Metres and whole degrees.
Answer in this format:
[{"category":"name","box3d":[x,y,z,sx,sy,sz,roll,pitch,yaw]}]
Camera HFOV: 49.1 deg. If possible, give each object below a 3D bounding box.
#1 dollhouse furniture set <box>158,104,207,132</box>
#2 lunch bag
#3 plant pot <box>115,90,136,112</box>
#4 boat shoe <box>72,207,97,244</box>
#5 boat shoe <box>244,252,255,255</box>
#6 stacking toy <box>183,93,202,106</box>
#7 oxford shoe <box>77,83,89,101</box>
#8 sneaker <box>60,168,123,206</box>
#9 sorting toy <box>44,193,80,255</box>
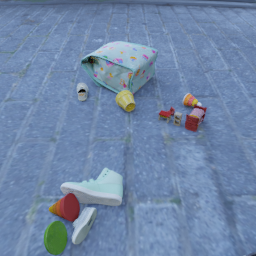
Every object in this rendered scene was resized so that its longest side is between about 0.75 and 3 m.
[{"category":"dollhouse furniture set","box3d":[2.162,-0.567,11.217,1.681,0.684,0.904,20,42,23]},{"category":"lunch bag","box3d":[-0.460,-3.073,13.502,2.973,1.813,2.533,24,45,19]},{"category":"plant pot","box3d":[-0.048,-1.090,11.856,0.766,0.766,0.721,-16,49,-19]},{"category":"boat shoe","box3d":[-1.247,2.598,7.531,0.405,0.397,1.138,4,34,24]},{"category":"boat shoe","box3d":[3.410,3.205,6.280,2.915,0.914,1.059,-9,39,-11]},{"category":"stacking toy","box3d":[2.775,-1.095,11.932,0.778,0.568,0.568,32,48,33]},{"category":"oxford shoe","box3d":[-2.118,-1.778,12.967,0.550,0.422,1.462,-7,37,-4]},{"category":"sneaker","box3d":[-1.031,1.673,8.399,1.810,0.666,1.068,11,44,-2]},{"category":"sorting toy","box3d":[-2.053,2.714,7.252,0.801,0.806,2.325,-12,32,23]}]
